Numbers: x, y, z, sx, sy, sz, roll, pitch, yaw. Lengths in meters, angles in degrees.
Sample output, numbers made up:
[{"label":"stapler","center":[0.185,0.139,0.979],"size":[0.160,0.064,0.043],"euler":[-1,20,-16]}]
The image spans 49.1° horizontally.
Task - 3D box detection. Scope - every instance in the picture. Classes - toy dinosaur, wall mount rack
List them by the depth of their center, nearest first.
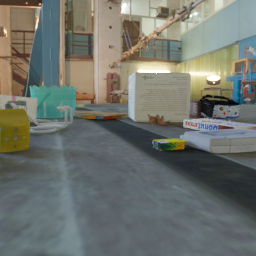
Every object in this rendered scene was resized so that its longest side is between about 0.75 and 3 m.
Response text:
[{"label":"wall mount rack","center":[-3.307,-0.412,10.228],"size":[2.391,1.026,2.752],"euler":[-1,6,-5]},{"label":"toy dinosaur","center":[1.287,-0.275,11.859],"size":[1.064,0.456,0.721],"euler":[16,18,2]}]

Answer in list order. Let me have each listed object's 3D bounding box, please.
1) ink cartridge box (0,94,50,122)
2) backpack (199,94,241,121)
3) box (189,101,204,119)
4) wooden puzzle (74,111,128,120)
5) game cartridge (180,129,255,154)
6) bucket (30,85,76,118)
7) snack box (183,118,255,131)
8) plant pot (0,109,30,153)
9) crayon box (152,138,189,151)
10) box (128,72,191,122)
[{"label":"ink cartridge box","center":[-5.165,-0.870,12.507],"size":[2.996,1.009,1.755],"euler":[4,-3,-33]},{"label":"backpack","center":[4.085,-0.753,12.324],"size":[1.557,1.259,1.634],"euler":[-4,18,0]},{"label":"box","center":[4.318,-1.065,16.102],"size":[1.416,1.060,2.828],"euler":[-1,8,-9]},{"label":"wooden puzzle","center":[-1.518,-0.718,15.984],"size":[2.194,0.442,2.372],"euler":[4,3,36]},{"label":"game cartridge","center":[2.535,0.292,6.872],"size":[2.102,0.430,1.399],"euler":[-3,3,-22]},{"label":"bucket","center":[-4.528,-1.614,17.084],"size":[2.915,1.896,2.915],"euler":[0,6,0]},{"label":"snack box","center":[3.211,-0.062,10.012],"size":[1.078,0.365,3.000],"euler":[-2,7,-19]},{"label":"plant pot","center":[-2.748,0.103,6.534],"size":[0.927,0.927,0.817],"euler":[-5,21,-39]},{"label":"crayon box","center":[1.021,0.391,6.759],"size":[0.767,0.195,0.487],"euler":[-3,7,-19]},{"label":"box","center":[1.476,-1.557,14.257],"size":[2.768,2.371,2.755],"euler":[1,6,-6]}]
